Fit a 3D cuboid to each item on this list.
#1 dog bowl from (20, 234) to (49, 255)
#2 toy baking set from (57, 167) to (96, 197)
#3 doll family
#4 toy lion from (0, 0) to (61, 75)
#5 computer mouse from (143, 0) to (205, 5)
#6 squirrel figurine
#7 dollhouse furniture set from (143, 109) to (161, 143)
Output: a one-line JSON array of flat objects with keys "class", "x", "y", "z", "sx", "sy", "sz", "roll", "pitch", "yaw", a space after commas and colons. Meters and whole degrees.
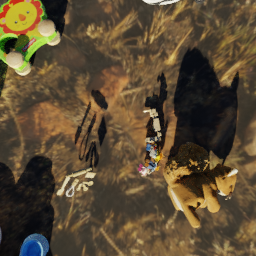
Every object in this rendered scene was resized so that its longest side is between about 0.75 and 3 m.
[{"class": "dog bowl", "x": -2.975, "y": 4.106, "z": 8.674, "sx": 0.846, "sy": 0.376, "sz": 1.517, "roll": 6, "pitch": 81, "yaw": 1}, {"class": "toy baking set", "x": -1.561, "y": 1.685, "z": 8.604, "sx": 1.265, "sy": 0.147, "sz": 0.971, "roll": -13, "pitch": 126, "yaw": -25}, {"class": "doll family", "x": 0.816, "y": 1.079, "z": 8.973, "sx": 0.509, "sy": 0.701, "sz": 1.129, "roll": 19, "pitch": 84, "yaw": 35}, {"class": "toy lion", "x": -3.672, "y": -3.370, "z": 9.630, "sx": 2.272, "sy": 0.814, "sz": 2.371, "roll": 40, "pitch": 84, "yaw": 12}, {"class": "computer mouse", "x": 1.550, "y": -4.901, "z": 9.912, "sx": 2.505, "sy": 0.549, "sz": 1.373, "roll": -12, "pitch": 86, "yaw": -7}, {"class": "squirrel figurine", "x": 2.209, "y": 1.470, "z": 8.418, "sx": 2.021, "sy": 1.532, "sz": 2.165, "roll": -25, "pitch": 92, "yaw": -7}, {"class": "dollhouse furniture set", "x": 0.760, "y": -0.096, "z": 9.193, "sx": 0.472, "sy": 0.553, "sz": 1.066, "roll": -8, "pitch": 82, "yaw": -3}]
